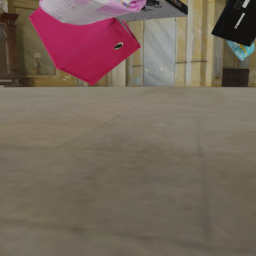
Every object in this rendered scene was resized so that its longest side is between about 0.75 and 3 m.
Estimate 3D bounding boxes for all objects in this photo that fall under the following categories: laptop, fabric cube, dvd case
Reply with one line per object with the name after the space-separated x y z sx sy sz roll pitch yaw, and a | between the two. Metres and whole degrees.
2.954 -3.105 6.757 2.178 1.930 1.125 4 36 -31 | laptop
-1.482 -3.498 10.262 2.543 2.551 2.503 -35 -16 14 | fabric cube
0.189 -2.872 6.531 1.834 0.302 2.440 7 14 26 | dvd case

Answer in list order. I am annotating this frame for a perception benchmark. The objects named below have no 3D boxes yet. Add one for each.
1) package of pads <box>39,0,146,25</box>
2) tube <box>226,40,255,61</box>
-0.503 -2.444 3.887 1.102 1.754 2.912 13 10 -24 | package of pads
3.380 -2.371 8.401 0.480 0.737 1.904 -47 -12 34 | tube
